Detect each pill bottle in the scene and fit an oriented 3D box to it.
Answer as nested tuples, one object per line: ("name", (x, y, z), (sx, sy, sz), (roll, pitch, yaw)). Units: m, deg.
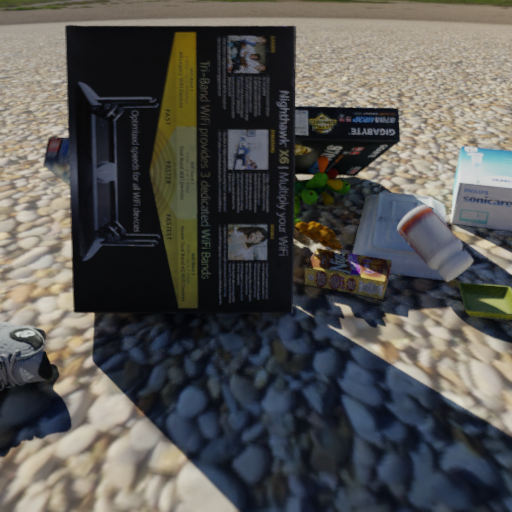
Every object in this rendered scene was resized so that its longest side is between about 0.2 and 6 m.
("pill bottle", (3.124, -0.218, 9.780), (0.699, 0.699, 1.275), (-21, 62, -32))

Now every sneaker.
("sneaker", (-3.517, 1.598, 7.315), (1.480, 0.962, 2.563), (4, 28, 3))

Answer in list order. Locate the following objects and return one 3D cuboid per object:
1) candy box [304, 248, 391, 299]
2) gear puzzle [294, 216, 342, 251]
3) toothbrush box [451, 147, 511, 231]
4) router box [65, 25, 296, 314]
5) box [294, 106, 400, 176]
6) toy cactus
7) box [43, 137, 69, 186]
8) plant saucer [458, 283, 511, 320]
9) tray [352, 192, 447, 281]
("candy box", (1.665, 0.298, 10.151), (1.423, 0.402, 0.830), (9, 30, 18))
("gear puzzle", (0.209, -0.947, 11.006), (3.631, 0.476, 1.881), (27, -5, 40))
("toothbrush box", (5.493, -1.570, 12.807), (1.798, 1.047, 2.456), (9, 30, 15))
("router box", (-1.116, -1.299, 8.917), (3.443, 4.380, 1.144), (1, 6, 1))
("box", (1.475, -2.591, 13.066), (2.702, 0.782, 3.399), (0, -4, -6))
("toy cactus", (0.832, -1.689, 13.132), (2.528, 1.293, 2.086), (-17, 23, -12))
("box", (-2.529, -1.434, 11.162), (2.080, 0.606, 3.038), (5, -12, 7))
("plant saucer", (3.908, 0.797, 9.455), (0.887, 0.213, 0.888), (4, 30, 8))
("tray", (3.094, -0.606, 11.792), (1.870, 0.386, 3.483), (6, 30, 13))
